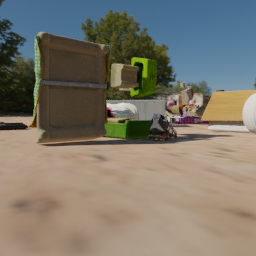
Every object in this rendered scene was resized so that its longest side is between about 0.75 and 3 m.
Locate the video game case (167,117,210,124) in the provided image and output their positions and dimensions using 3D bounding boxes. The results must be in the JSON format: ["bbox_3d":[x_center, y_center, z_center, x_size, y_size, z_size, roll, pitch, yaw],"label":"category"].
[{"bbox_3d":[2.863,-0.367,13.010,1.834,0.328,1.662,-1,3,-16],"label":"video game case"}]

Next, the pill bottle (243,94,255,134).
[{"bbox_3d":[2.581,-0.213,4.236,0.889,0.889,1.563,-1,3,-20],"label":"pill bottle"}]

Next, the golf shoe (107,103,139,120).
[{"bbox_3d":[-0.863,-0.352,7.744,2.336,0.880,1.069,1,6,36],"label":"golf shoe"}]

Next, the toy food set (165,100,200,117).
[{"bbox_3d":[2.554,-0.930,12.724,2.337,0.368,1.485,-7,27,-34],"label":"toy food set"}]

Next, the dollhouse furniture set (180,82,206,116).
[{"bbox_3d":[2.728,-1.250,11.308,0.706,1.445,1.233,2,22,33],"label":"dollhouse furniture set"}]

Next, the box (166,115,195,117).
[{"bbox_3d":[2.593,-0.491,14.858,1.341,0.414,1.679,4,5,36],"label":"box"}]

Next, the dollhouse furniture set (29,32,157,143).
[{"bbox_3d":[-0.731,-0.586,4.881,2.366,1.550,1.187,-2,5,-43],"label":"dollhouse furniture set"}]

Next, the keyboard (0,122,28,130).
[{"bbox_3d":[-3.699,-0.034,7.898,1.520,0.195,0.913,-1,9,-36],"label":"keyboard"}]

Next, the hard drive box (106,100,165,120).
[{"bbox_3d":[0.085,-0.536,10.244,2.411,0.926,1.879,0,3,2],"label":"hard drive box"}]

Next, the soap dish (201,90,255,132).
[{"bbox_3d":[3.510,-0.451,7.157,2.632,1.069,2.071,1,3,37],"label":"soap dish"}]

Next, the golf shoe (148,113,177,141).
[{"bbox_3d":[0.658,-0.027,5.039,0.397,0.453,1.029,0,1,19],"label":"golf shoe"}]
